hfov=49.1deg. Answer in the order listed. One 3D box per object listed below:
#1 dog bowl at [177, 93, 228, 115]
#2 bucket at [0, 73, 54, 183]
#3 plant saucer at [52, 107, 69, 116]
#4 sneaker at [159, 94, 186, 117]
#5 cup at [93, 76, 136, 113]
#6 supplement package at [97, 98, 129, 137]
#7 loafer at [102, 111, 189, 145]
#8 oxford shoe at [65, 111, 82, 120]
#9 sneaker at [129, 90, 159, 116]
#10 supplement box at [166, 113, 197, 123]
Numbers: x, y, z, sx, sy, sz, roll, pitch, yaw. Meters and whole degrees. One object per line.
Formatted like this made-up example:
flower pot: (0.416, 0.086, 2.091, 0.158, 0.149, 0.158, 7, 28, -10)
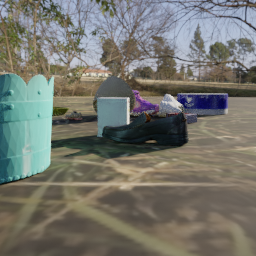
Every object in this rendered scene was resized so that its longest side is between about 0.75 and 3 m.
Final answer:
dog bowl: (3.749, -1.245, 14.208, 2.524, 0.994, 2.524, 0, 8, 0)
bucket: (-2.144, -0.069, 4.176, 2.157, 1.403, 2.157, 0, 7, 0)
plant saucer: (-3.725, -0.778, 13.182, 1.445, 0.346, 1.442, -7, 11, -40)
sneaker: (2.069, -0.915, 12.755, 1.115, 0.948, 2.520, 9, 18, 10)
cup: (-0.736, -1.105, 11.753, 1.753, 1.753, 1.254, 7, 39, 42)
supplement package: (-0.365, -0.285, 7.221, 0.770, 0.988, 0.548, 1, 8, 6)
loafer: (0.370, -0.029, 6.360, 1.977, 0.715, 0.720, 0, 9, 8)
oxford shoe: (-2.183, -0.516, 11.312, 0.908, 0.335, 0.322, 5, 9, 34)
sneaker: (0.341, -1.199, 13.170, 1.093, 1.201, 2.717, -5, 11, -41)
supplement box: (1.982, -0.384, 10.409, 0.576, 0.322, 1.058, -6, 9, -38)
